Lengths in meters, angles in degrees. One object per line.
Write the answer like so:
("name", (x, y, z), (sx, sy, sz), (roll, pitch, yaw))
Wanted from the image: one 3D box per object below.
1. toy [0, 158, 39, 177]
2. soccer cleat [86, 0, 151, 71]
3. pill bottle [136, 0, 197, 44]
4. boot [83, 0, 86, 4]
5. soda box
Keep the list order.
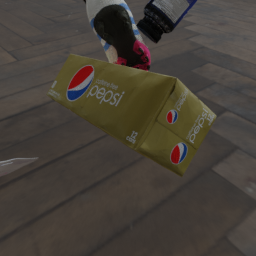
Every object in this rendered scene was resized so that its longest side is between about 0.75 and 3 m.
("toy", (-1.944, 0.523, 2.995), (1.652, 0.390, 0.951), (-26, -7, 11))
("soccer cleat", (-0.130, -1.679, 5.154), (0.797, 2.283, 0.986), (-22, 67, 4))
("pill bottle", (0.717, -2.180, 5.094), (0.672, 1.202, 0.672), (39, 12, -10))
("boot", (-0.734, -2.941, 5.329), (0.476, 1.375, 1.197), (-12, 50, 25))
("soda box", (-0.186, -0.377, 4.333), (2.905, 0.984, 0.930), (27, 86, 51))
